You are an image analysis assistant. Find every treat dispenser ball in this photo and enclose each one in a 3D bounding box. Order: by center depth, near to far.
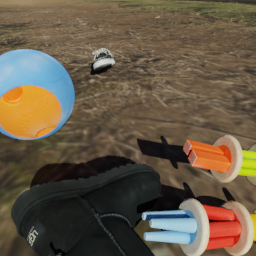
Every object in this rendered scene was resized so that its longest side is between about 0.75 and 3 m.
[{"bbox_3d":[-2.218,-0.730,6.292,2.005,2.005,2.005,0,29,0],"label":"treat dispenser ball"}]

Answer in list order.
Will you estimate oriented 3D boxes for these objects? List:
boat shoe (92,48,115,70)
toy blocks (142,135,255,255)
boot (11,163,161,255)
[{"bbox_3d":[-0.908,-2.557,10.224,0.725,0.671,1.963,-18,13,16],"label":"boat shoe"},{"bbox_3d":[1.126,0.835,3.756,1.945,0.706,1.621,8,67,-19],"label":"toy blocks"},{"bbox_3d":[0.045,1.492,3.389,2.567,0.950,2.104,-1,35,-46],"label":"boot"}]
